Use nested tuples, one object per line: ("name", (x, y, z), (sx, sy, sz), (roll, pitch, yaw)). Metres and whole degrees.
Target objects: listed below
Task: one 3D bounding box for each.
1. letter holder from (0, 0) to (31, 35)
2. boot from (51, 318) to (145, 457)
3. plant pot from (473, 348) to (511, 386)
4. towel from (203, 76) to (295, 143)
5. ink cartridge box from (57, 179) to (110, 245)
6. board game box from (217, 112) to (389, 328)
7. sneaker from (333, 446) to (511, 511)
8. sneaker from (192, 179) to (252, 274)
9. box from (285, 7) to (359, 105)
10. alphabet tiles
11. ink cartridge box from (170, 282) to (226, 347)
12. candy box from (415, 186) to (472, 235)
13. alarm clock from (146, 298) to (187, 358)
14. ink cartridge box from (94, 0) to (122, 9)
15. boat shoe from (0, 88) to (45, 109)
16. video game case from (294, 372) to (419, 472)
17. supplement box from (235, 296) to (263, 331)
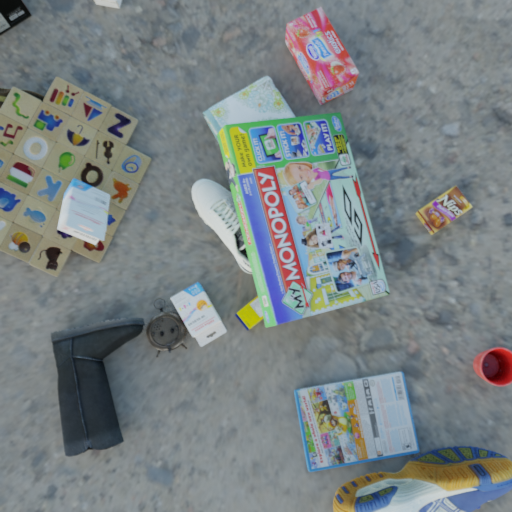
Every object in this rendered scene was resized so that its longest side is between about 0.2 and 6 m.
("letter holder", (-5.953, -5.222, 11.579), (1.886, 0.948, 1.340), (-35, 81, -5))
("boot", (-2.824, 2.414, 10.473), (1.881, 0.749, 2.282), (-13, 77, 9))
("plant pot", (4.479, 2.083, 10.605), (0.726, 0.643, 0.726), (0, 82, 0))
("towel", (0.031, -2.533, 11.426), (1.600, 0.450, 1.869), (-30, 82, -7))
("ink cartridge box", (-3.204, -0.736, 10.409), (0.771, 0.454, 1.339), (25, 36, -29))
("board game box", (0.907, -0.764, 10.550), (2.499, 0.541, 3.714), (-12, 84, -24))
("sneaker", (3.098, 4.528, 10.102), (3.315, 1.248, 1.461), (-16, 95, 2))
("sneaker", (-0.454, -0.628, 10.824), (0.837, 0.882, 2.192), (-39, 89, -3))
("box", (1.323, -4.068, 11.462), (0.819, 0.784, 1.642), (-27, 82, -3))
("alphabet tiles", (-3.932, -1.575, 11.059), (2.979, 0.113, 3.580), (26, 82, -12))
("ink cartridge box", (-1.106, 1.146, 10.883), (0.637, 0.375, 1.106), (-31, 83, -4))
("candy box", (3.770, -0.919, 11.255), (0.954, 0.269, 0.557), (-34, 82, -6))
("alarm clock", (-1.776, 1.353, 10.876), (0.752, 0.371, 1.115), (-16, 79, -2))
("ink cartridge box", (-3.126, -5.737, 11.962), (0.555, 0.313, 0.756), (12, 82, 2))
("boat shoe", (-4.903, -3.008, 11.345), (2.030, 0.773, 0.728), (14, 85, -21))
("video game case", (1.901, 3.145, 10.676), (2.126, 0.189, 1.521), (-9, 82, -2))
("supplement box", (-0.011, 1.077, 10.881), (0.733, 0.401, 0.399), (-38, 84, -5))
